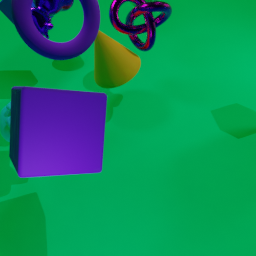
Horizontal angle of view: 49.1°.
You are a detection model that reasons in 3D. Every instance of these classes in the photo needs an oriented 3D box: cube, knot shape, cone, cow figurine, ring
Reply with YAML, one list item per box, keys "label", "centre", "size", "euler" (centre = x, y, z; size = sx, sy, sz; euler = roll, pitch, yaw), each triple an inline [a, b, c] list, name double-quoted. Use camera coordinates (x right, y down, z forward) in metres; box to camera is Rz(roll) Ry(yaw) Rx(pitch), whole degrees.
- label: "cube"
  centre: [-1.197, 0.002, 4.612]
  size: [1.266, 1.266, 1.266]
  euler: [1, 7, -29]
- label: "cube"
  centre: [-2.941, -3.714, 8.481]
  size: [1.187, 1.187, 1.187]
  euler: [1, 52, 48]
- label: "knot shape"
  centre: [0.242, -3.101, 7.911]
  size: [1.614, 1.725, 0.797]
  euler: [26, 48, -16]
- label: "cone"
  centre: [-0.593, -2.168, 7.831]
  size: [1.502, 1.507, 1.502]
  euler: [-13, 51, 17]
- label: "cow figurine"
  centre: [-1.790, -2.775, 6.441]
  size: [1.433, 1.410, 0.787]
  euler: [-26, 17, -40]
- label: "ring"
  centre: [-1.473, -2.415, 5.968]
  size: [1.895, 1.895, 0.379]
  euler: [-26, 27, -21]

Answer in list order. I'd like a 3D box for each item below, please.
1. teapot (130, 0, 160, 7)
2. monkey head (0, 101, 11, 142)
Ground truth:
- label: "teapot"
  centre: [0.525, -4.149, 8.525]
  size: [1.266, 0.997, 2.036]
  euler: [-25, 37, 0]
- label: "monkey head"
  centre: [-2.326, -0.143, 6.357]
  size: [1.101, 0.923, 1.531]
  euler: [3, 69, -23]
